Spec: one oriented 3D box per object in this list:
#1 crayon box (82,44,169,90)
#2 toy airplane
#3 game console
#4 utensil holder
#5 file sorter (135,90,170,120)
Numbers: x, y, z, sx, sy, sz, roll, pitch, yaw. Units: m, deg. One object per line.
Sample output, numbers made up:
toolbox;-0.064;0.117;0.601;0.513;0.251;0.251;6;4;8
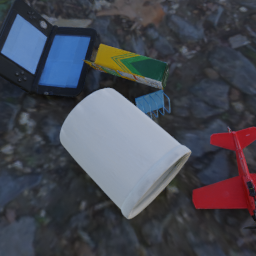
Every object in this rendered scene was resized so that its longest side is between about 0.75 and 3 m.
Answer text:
crayon box;0.006;-1.770;8.076;2.282;1.435;0.589;18;93;9
toy airplane;3.022;1.132;7.183;2.873;0.528;2.873;-5;64;11
game console;-2.479;-2.481;8.524;1.598;2.305;2.700;-10;59;37
utensil holder;-0.104;0.535;6.937;2.157;2.157;2.538;-41;69;-16
file sorter;0.741;-0.622;8.141;0.865;0.600;0.531;-20;40;-11
